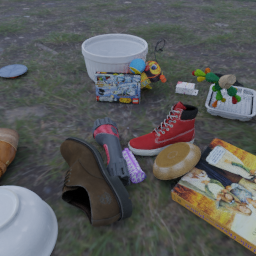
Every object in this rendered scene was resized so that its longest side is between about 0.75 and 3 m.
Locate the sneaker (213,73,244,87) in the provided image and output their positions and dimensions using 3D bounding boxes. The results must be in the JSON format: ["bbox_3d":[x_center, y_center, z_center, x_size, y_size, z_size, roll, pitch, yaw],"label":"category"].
[{"bbox_3d":[3.951,-1.836,11.360,1.428,0.429,0.745,17,35,16],"label":"sneaker"}]

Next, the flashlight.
[{"bbox_3d":[-0.516,0.690,7.747,0.798,0.795,2.350,-10,43,-4],"label":"flashlight"}]

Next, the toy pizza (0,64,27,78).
[{"bbox_3d":[-5.121,-2.500,12.456,1.266,0.201,1.266,-1,36,1],"label":"toy pizza"}]

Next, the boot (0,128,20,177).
[{"bbox_3d":[-4.307,0.736,7.567,2.370,0.873,1.834,-2,41,3],"label":"boot"}]

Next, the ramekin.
[{"bbox_3d":[-0.527,-2.875,11.927,2.729,1.432,2.729,0,37,0],"label":"ramekin"}]

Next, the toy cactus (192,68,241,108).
[{"bbox_3d":[2.963,-1.378,9.104,1.839,1.517,0.940,44,85,0],"label":"toy cactus"}]

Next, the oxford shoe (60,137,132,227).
[{"bbox_3d":[-1.133,1.146,6.728,1.203,1.036,2.850,-14,38,-30],"label":"oxford shoe"}]

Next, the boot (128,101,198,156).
[{"bbox_3d":[0.997,-0.041,8.047,2.072,1.495,0.750,-11,38,-14],"label":"boot"}]

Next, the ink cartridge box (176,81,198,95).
[{"bbox_3d":[2.360,-1.573,11.130,0.845,0.285,0.492,11,38,15],"label":"ink cartridge box"}]

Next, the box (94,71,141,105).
[{"bbox_3d":[-0.361,-1.460,10.267,1.651,1.131,0.329,5,36,5],"label":"box"}]

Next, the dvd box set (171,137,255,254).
[{"bbox_3d":[2.708,1.547,6.395,2.802,0.412,2.050,30,61,34],"label":"dvd box set"}]

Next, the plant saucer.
[{"bbox_3d":[1.219,0.787,7.401,1.390,0.246,1.390,-27,23,12],"label":"plant saucer"}]

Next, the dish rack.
[{"bbox_3d":[3.710,-0.907,10.117,1.682,0.427,1.959,14,39,16],"label":"dish rack"}]

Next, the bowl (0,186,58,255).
[{"bbox_3d":[-2.673,1.972,5.708,2.345,1.054,2.345,1,36,0],"label":"bowl"}]

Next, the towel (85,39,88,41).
[{"bbox_3d":[-1.718,-4.617,15.227,1.262,0.306,0.704,6,36,9],"label":"towel"}]

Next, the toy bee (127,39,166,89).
[{"bbox_3d":[0.683,-2.046,10.516,1.668,2.548,1.385,3,43,-51],"label":"toy bee"}]

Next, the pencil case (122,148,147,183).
[{"bbox_3d":[0.094,1.019,7.505,0.426,0.434,1.016,-12,37,-20],"label":"pencil case"}]
